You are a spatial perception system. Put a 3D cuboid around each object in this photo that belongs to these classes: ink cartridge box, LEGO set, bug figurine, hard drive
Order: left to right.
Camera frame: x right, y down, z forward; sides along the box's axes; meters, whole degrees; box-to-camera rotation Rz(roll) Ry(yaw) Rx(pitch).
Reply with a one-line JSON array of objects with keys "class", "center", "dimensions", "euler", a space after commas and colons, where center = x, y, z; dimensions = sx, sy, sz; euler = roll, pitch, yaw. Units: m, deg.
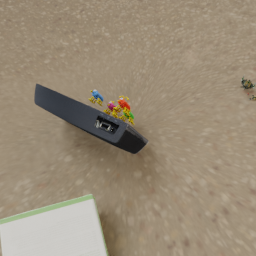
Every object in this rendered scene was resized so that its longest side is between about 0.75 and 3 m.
[{"class": "ink cartridge box", "center": [-1.153, 2.527, 4.806], "dimensions": [1.731, 0.570, 2.379], "euler": [-14, 68, -9]}, {"class": "hard drive", "center": [-0.859, -0.162, 6.329], "dimensions": [2.467, 1.664, 0.522], "euler": [24, 84, 24]}, {"class": "bug figurine", "center": [-0.319, -0.536, 6.849], "dimensions": [1.307, 1.014, 0.336], "euler": [22, 74, 36]}, {"class": "LEGO set", "center": [3.387, -1.127, 7.905], "dimensions": [0.488, 0.213, 0.751], "euler": [1, 78, -1]}]
